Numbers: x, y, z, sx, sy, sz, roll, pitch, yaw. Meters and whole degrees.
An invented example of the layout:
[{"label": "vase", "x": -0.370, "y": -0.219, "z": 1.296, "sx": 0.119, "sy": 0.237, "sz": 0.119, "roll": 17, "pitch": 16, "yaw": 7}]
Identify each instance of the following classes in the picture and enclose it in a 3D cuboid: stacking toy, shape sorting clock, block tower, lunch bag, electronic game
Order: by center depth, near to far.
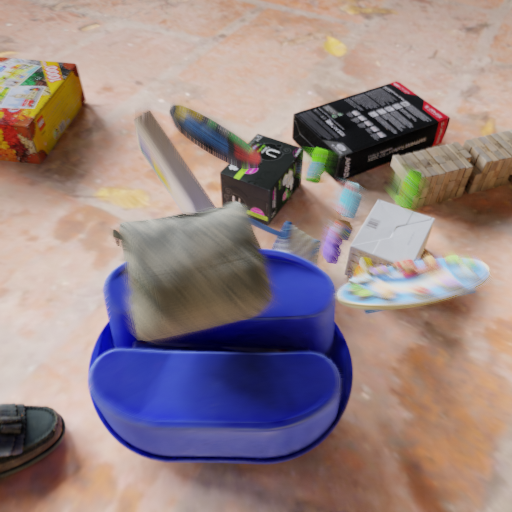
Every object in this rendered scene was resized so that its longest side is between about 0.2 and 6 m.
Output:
[{"label": "lunch bag", "x": -0.781, "y": 0.138, "z": 7.057, "sx": 1.782, "sy": 1.242, "sz": 1.495, "roll": -11, "pitch": 77, "yaw": -17}, {"label": "shape sorting clock", "x": 2.025, "y": 0.318, "z": 7.363, "sx": 1.945, "sy": 0.382, "sz": 1.945, "roll": -14, "pitch": 5, "yaw": 1}, {"label": "stacking toy", "x": 1.376, "y": -0.544, "z": 8.996, "sx": 1.727, "sy": 2.291, "sz": 0.538, "roll": 12, "pitch": 30, "yaw": -13}, {"label": "electronic game", "x": -0.728, "y": -2.211, "z": 10.375, "sx": 1.941, "sy": 0.404, "sz": 1.941, "roll": 30, "pitch": 17, "yaw": -10}, {"label": "block tower", "x": 4.549, "y": -1.917, "z": 12.302, "sx": 3.272, "sy": 0.946, "sz": 0.884, "roll": -13, "pitch": 48, "yaw": -14}]

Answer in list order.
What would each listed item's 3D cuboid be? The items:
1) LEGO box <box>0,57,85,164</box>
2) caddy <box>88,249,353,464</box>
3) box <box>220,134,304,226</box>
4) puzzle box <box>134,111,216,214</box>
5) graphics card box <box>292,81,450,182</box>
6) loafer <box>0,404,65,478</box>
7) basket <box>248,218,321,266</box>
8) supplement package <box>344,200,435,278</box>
[{"label": "LEGO box", "x": -5.803, "y": -3.611, "z": 13.720, "sx": 2.138, "sy": 1.108, "sz": 2.871, "roll": 7, "pitch": 47, "yaw": 6}, {"label": "caddy", "x": -0.530, "y": 1.495, "z": 8.271, "sx": 4.030, "sy": 2.115, "sz": 2.849, "roll": 2, "pitch": 59, "yaw": 0}, {"label": "box", "x": 0.135, "y": -1.651, "z": 11.970, "sx": 1.199, "sy": 1.003, "sz": 1.614, "roll": 22, "pitch": 50, "yaw": 19}, {"label": "puzzle box", "x": -1.239, "y": -1.131, "z": 9.680, "sx": 0.324, "sy": 1.695, "sz": 2.548, "roll": -34, "pitch": 91, "yaw": -10}, {"label": "graphics card box", "x": 2.698, "y": -3.045, "z": 13.401, "sx": 3.190, "sy": 0.811, "sz": 2.001, "roll": -22, "pitch": 51, "yaw": -21}, {"label": "loafer", "x": -4.219, "y": 2.672, "z": 8.008, "sx": 2.757, "sy": 0.867, "sz": 0.991, "roll": -11, "pitch": 48, "yaw": -10}, {"label": "basket", "x": 0.325, "y": 0.013, "z": 10.255, "sx": 1.562, "sy": 1.087, "sz": 1.378, "roll": 25, "pitch": 44, "yaw": -6}, {"label": "supplement package", "x": 2.538, "y": -0.167, "z": 10.684, "sx": 1.171, "sy": 0.834, "sz": 1.503, "roll": 22, "pitch": 50, "yaw": 19}]
